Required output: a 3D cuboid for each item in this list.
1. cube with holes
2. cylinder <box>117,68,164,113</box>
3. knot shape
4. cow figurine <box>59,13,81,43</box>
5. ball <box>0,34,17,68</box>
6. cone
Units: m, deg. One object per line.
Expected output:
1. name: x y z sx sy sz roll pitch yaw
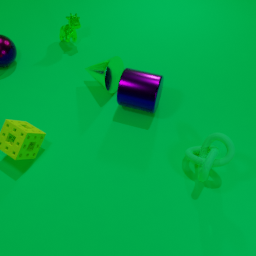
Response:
1. cube with holes: -2.657 0.290 6.951 0.720 0.720 0.720 28 96 19
2. cylinder: 0.355 -1.058 7.896 1.085 1.085 1.085 15 55 10
3. knot shape: 1.881 0.656 6.767 1.220 0.564 1.142 -52 22 -5
4. cow figurine: -2.000 -3.429 9.584 0.544 0.975 0.991 -16 31 -38
5. ball: -4.113 -2.467 8.964 1.040 1.040 1.040 0 54 0
6. cone: -0.869 -1.703 8.488 1.108 1.104 1.104 17 55 24
